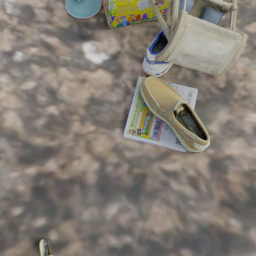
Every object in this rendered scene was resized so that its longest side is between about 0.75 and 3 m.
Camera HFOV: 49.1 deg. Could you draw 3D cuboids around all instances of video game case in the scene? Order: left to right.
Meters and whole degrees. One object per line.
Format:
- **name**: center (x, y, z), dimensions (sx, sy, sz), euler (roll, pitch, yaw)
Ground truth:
- **video game case**: center (0.877, -0.402, 7.394), dimensions (1.636, 0.198, 1.797), euler (13, 71, 5)

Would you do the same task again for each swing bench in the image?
- **swing bench**: center (1.818, -2.632, 7.231), dimensions (2.040, 1.331, 2.051), euler (7, 66, -26)

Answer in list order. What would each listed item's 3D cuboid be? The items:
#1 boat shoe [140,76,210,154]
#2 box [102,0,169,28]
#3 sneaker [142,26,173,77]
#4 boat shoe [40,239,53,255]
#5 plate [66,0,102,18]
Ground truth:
- **boat shoe**: center (1.184, -0.488, 6.834), dimensions (0.844, 0.897, 2.356), euler (-38, 75, -12)
- **box**: center (0.405, -4.218, 7.693), dimensions (2.320, 2.235, 1.415), euler (-12, 71, -5)
- **sneaker**: center (1.304, -2.421, 7.692), dimensions (0.876, 1.026, 2.328), euler (34, 73, 13)
- **boat shoe**: center (-1.774, 2.845, 6.162), dimensions (0.258, 0.281, 0.786), euler (-15, 66, 0)
- **plate**: center (-1.366, -3.803, 8.665), dimensions (1.112, 0.142, 1.112), euler (0, 70, 1)
